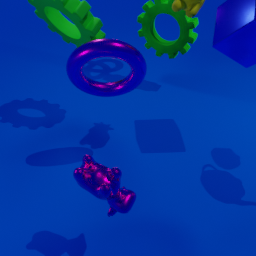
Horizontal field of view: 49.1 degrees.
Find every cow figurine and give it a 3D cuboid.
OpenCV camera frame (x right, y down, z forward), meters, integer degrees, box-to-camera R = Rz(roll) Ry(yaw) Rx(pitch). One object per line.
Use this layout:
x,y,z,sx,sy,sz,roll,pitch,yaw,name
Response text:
1.377,-2.836,5.314,0.688,1.253,1.233,28,48,12,cow figurine
-0.355,0.905,4.272,1.001,0.985,0.550,26,61,10,cow figurine

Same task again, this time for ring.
-0.427,-1.157,5.676,1.619,1.619,0.324,-2,62,-2,ring

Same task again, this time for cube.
2.627,-2.154,5.921,1.113,1.113,1.113,22,69,-24,cube

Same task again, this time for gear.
1.250,-3.227,9.019,1.971,1.971,0.364,19,47,22,gear
-1.502,-2.703,6.892,2.013,2.013,0.372,27,77,28,gear
